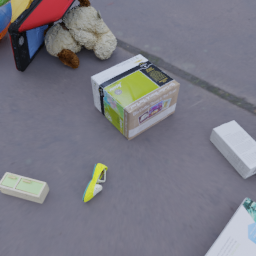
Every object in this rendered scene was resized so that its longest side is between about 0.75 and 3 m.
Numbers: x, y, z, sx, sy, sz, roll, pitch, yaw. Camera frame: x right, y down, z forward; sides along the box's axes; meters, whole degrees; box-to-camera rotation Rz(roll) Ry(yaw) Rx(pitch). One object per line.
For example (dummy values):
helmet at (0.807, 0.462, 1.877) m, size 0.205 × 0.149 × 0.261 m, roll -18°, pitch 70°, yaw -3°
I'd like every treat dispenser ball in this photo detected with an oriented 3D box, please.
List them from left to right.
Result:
treat dispenser ball at (-5.600, -4.258, 9.801) m, size 2.853 × 2.853 × 2.853 m, roll 0°, pitch 50°, yaw 0°

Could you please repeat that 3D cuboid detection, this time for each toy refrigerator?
toy refrigerator at (-2.444, 1.393, 6.566) m, size 1.060 × 0.371 × 0.402 m, roll 12°, pitch 51°, yaw 11°

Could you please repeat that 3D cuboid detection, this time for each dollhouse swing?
dollhouse swing at (-4.501, -5.359, 12.322) m, size 2.059 × 1.810 × 1.871 m, roll 27°, pitch 13°, yaw 22°

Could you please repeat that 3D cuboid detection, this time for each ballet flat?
ballet flat at (-0.747, 1.299, 6.673) m, size 0.356 × 0.355 × 1.061 m, roll 13°, pitch 49°, yaw 6°

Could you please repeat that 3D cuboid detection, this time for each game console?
game console at (-2.512, -3.500, 9.457) m, size 1.752 × 2.544 × 2.952 m, roll 15°, pitch 51°, yaw 1°

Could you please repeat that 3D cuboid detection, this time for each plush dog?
plush dog at (-1.934, -3.310, 9.828) m, size 2.153 × 2.011 × 2.507 m, roll -38°, pitch 56°, yaw 1°

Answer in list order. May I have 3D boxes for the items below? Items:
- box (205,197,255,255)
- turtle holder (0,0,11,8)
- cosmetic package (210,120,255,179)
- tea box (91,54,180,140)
box at (2.944, 2.924, 5.165) m, size 2.855 × 0.519 × 2.061 m, roll 35°, pitch 58°, yaw 25°
turtle holder at (-3.616, -4.088, 6.925) m, size 1.597 × 2.102 × 1.493 m, roll -24°, pitch 25°, yaw 6°
cosmetic package at (2.851, 0.525, 7.214) m, size 0.714 × 0.502 × 1.408 m, roll -20°, pitch 53°, yaw -16°
tea box at (0.192, -0.926, 7.993) m, size 1.779 × 1.189 × 1.750 m, roll -30°, pitch 56°, yaw -23°
